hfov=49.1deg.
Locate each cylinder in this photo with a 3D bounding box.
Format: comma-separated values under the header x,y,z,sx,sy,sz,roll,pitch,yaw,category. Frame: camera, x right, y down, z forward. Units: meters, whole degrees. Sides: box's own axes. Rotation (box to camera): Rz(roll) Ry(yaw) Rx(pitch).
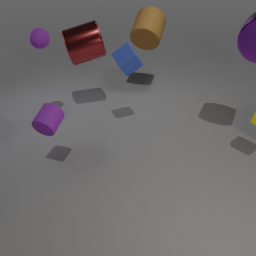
x,y,z,sx,sy,sz,roll,pitch,yaw,category
0.939,-4.614,13.010,1.400,1.400,1.400,10,66,16,cylinder
-1.728,-3.370,11.146,1.400,1.400,1.400,-19,33,-2,cylinder
-2.285,-0.241,8.044,0.700,0.700,0.700,10,55,16,cylinder
4.231,-2.884,8.741,1.400,1.400,1.400,14,34,21,cylinder

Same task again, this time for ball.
x,y,z,sx,sy,sz,roll,pitch,yaw,category
-3.100,-3.135,9.799,0.700,0.700,0.700,0,31,0,ball

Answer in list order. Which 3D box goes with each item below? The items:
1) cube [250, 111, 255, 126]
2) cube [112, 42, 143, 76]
x,y,z,sx,sy,sz,roll,pitch,yaw,category
4.365,-0.375,8.622,0.700,0.700,0.700,-25,50,-34,cube
-0.015,-2.379,9.732,0.700,0.700,0.700,-34,59,11,cube
